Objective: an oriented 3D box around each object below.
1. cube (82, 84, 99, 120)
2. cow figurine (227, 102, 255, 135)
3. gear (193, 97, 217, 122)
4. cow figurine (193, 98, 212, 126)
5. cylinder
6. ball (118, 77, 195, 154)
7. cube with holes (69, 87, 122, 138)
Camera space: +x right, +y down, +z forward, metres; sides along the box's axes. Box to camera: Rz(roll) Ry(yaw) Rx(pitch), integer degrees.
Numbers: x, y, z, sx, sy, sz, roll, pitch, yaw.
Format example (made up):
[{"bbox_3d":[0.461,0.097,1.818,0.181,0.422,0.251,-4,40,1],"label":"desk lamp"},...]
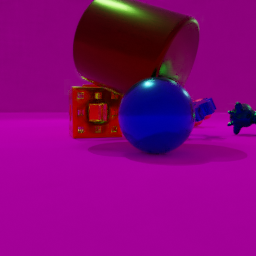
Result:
[{"bbox_3d":[-0.332,-0.468,6.539,1.067,1.067,1.067,2,5,30],"label":"cube"},{"bbox_3d":[2.578,-0.154,5.246,1.184,0.661,1.204,-7,17,-13],"label":"cow figurine"},{"bbox_3d":[0.996,-0.207,5.200,1.233,0.228,1.233,-25,5,2],"label":"gear"},{"bbox_3d":[1.768,-0.434,8.556,1.442,0.804,1.465,-11,13,42],"label":"cow figurine"},{"bbox_3d":[0.131,-1.064,3.984,1.313,1.313,1.313,27,15,23],"label":"cylinder"},{"bbox_3d":[0.307,-0.134,3.044,0.830,0.830,0.830,0,3,0],"label":"ball"},{"bbox_3d":[-0.637,-0.291,5.271,0.876,0.876,0.876,-1,4,-16],"label":"cube with holes"}]
